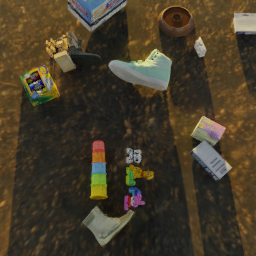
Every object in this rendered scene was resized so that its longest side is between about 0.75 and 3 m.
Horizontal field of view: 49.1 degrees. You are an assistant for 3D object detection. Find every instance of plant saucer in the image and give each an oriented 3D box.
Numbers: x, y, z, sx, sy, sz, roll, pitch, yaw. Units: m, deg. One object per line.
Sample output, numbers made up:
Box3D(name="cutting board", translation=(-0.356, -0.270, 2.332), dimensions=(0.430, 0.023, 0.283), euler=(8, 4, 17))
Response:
Box3D(name="plant saucer", translation=(2.236, -4.997, 12.902), dimensions=(1.716, 0.295, 1.716), euler=(0, 69, -1))

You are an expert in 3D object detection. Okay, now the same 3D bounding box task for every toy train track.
Box3D(name="toy train track", translation=(-3.141, -3.891, 12.550), dimensions=(0.492, 0.140, 0.858), euler=(38, 73, 13))

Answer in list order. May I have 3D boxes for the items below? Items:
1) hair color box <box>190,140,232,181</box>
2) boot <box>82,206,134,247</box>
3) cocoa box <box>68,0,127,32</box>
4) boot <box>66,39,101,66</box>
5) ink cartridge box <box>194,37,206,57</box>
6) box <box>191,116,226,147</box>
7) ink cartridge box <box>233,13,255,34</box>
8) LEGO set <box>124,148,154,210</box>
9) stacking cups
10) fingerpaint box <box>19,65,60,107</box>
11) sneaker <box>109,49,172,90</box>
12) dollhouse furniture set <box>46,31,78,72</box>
Box3D(name="hair color box", translation=(3.070, 1.207, 10.420), dimensions=(0.701, 0.424, 1.401), euler=(-37, 73, -14))
Box3D(name="boot", translation=(-0.671, 3.097, 9.634), dimensions=(1.542, 0.556, 1.192), euler=(-42, 74, -13))
Box3D(name="cocoa box", translation=(-1.305, -5.841, 12.393), dimensions=(2.373, 1.557, 1.582), euler=(-42, 87, -15))
Box3D(name="boot", translation=(-2.078, -3.356, 12.117), dimensions=(1.863, 0.631, 1.217), euler=(1, 63, -1))
Box3D(name="ink cartridge box", translation=(3.125, -3.545, 12.250), dimensions=(0.254, 0.442, 0.755), euler=(-16, 70, -5))
Box3D(name="box", translation=(2.987, 0.156, 10.493), dimensions=(0.922, 1.048, 0.507), euler=(30, 73, 12))
Box3D(name="ink cartridge box", translation=(5.406, -4.790, 12.850), dimensions=(1.061, 0.234, 1.081), euler=(2, 67, 1))
Box3D(name="LEGO set", translation=(0.434, 1.829, 9.957), dimensions=(0.881, 0.819, 2.148), euler=(-3, 68, 13))
Box3D(name="stacking cups", translation=(-1.064, 1.520, 10.285), dimensions=(0.633, 0.633, 2.093), euler=(-2, 64, -1))
Box3D(name="fingerpaint box", translation=(-3.634, -1.744, 11.521), dimensions=(1.156, 0.508, 1.385), euler=(-26, 71, -10))
Box3D(name="sneaker", translation=(0.563, -2.630, 11.617), dimensions=(2.545, 0.937, 1.501), euler=(18, 75, -4))
Box3D(name="dollhouse furniture set", translation=(-2.704, -3.213, 11.936), dimensions=(1.242, 0.880, 1.352), euler=(-18, 57, 9))
